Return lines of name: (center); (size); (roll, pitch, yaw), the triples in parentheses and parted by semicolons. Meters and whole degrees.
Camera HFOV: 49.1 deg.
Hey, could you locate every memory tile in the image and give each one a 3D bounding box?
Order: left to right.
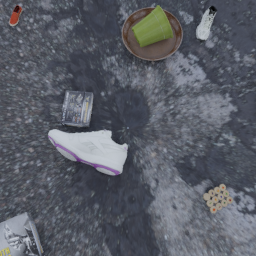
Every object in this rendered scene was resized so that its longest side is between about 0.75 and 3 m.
memory tile: (3.049, 2.380, 9.477); (0.947, 0.080, 0.726); (-23, 80, -18)

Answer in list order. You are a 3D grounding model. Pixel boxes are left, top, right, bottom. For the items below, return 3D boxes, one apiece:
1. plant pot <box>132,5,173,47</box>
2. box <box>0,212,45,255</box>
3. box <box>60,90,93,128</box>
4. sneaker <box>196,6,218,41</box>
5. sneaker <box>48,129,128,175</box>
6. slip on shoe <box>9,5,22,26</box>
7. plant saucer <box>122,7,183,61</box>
plant pot: (0.863, -3.765, 10.738); (1.262, 1.329, 1.329); (-27, 76, 5)
box: (-3.914, 3.917, 8.931); (2.164, 0.523, 1.714); (-22, 76, -7)
box: (-1.873, -0.712, 10.347); (1.028, 0.314, 1.298); (5, 74, 1)
sneaker: (3.105, -4.210, 11.069); (0.541, 0.824, 1.433); (17, 75, 5)
sneaker: (-1.345, 0.579, 9.734); (2.807, 1.051, 1.398); (24, 67, -1)
slip on shoe: (-4.618, -4.608, 11.463); (0.353, 0.291, 0.952); (17, 76, 3)
plant saucer: (0.946, -3.672, 11.142); (2.385, 0.411, 2.385); (0, 74, -1)
